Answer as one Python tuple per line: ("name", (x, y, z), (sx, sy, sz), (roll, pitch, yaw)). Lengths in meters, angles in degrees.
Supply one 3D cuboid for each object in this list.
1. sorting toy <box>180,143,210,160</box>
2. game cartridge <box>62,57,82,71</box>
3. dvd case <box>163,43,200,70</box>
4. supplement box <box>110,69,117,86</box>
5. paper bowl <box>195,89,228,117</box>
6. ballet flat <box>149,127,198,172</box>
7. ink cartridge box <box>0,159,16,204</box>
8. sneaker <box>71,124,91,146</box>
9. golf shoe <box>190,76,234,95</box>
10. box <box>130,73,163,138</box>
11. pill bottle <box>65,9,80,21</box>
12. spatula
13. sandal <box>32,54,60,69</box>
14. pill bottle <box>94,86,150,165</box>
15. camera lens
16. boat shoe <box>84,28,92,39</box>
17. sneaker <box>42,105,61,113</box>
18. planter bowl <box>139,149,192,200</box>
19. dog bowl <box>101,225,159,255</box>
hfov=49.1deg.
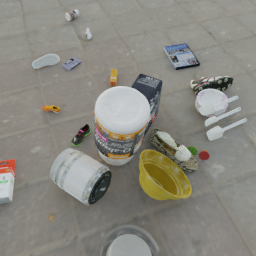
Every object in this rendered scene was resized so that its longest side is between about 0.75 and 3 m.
("sorting toy", (2.540, 0.828, 10.701), (1.179, 0.409, 0.406), (19, 31, 12))
("game cartridge", (-2.812, -3.215, 14.010), (0.554, 0.164, 0.854), (34, 59, 19))
("dvd case", (2.734, -3.694, 14.382), (1.302, 0.160, 1.825), (-12, 52, -10))
("supplement box", (-0.672, -2.383, 13.243), (0.304, 0.294, 0.884), (1, 52, 0))
("paper bowl", (3.511, -0.987, 11.871), (1.310, 0.681, 1.310), (0, 53, 0))
("ballet flat", (1.660, 0.738, 10.390), (0.760, 0.844, 2.241), (-37, 61, -24))
("ink cartridge box", (-4.516, 1.777, 9.811), (0.937, 0.433, 1.720), (-7, 53, -6))
("sneaker", (-1.879, 0.247, 11.029), (0.419, 0.458, 1.092), (22, 55, 17))
("golf shoe", (3.827, -2.095, 12.750), (1.967, 0.759, 0.867), (-12, 45, -10))
("box", (0.497, -0.780, 10.929), (0.993, 1.907, 1.737), (22, 55, 16))
("pill bottle", (-3.285, -6.707, 16.604), (0.456, 0.456, 0.783), (37, 60, 26))
("spatula", (3.863, -0.450, 11.317), (2.036, 0.164, 1.416), (-21, 89, -21))
("sandal", (-4.098, -3.338, 13.958), (1.375, 0.560, 0.338), (-18, 13, -14))
("pill bottle", (-0.287, 0.084, 9.465), (1.693, 2.910, 1.693), (3, 59, -5))
("camera lens", (-1.528, 1.614, 9.334), (1.728, 1.382, 1.382), (27, 56, 19))
("boat shoe", (-2.269, -5.207, 15.524), (0.368, 0.319, 0.864), (-17, 63, -9))
("sneaker", (-3.298, -0.869, 12.019), (0.831, 0.321, 0.303), (6, 53, 7))
("planter bowl", (1.020, 1.745, 9.328), (2.079, 0.866, 2.079), (30, 25, -16))
("dog bowl", (0.030, 3.710, 7.944), (1.777, 0.521, 1.777), (12, 45, -12))
